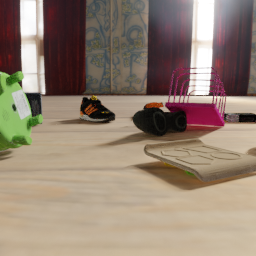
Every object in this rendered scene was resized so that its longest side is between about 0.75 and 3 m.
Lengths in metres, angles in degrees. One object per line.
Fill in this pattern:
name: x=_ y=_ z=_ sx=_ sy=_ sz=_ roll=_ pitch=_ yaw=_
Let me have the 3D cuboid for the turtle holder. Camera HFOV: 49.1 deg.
turtle holder: x=-3.046 y=-0.138 z=6.061 sx=1.659 sy=1.775 sz=2.336 roll=-14 pitch=45 yaw=5

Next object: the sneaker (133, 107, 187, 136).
sneaker: x=0.879 y=-0.163 z=8.736 sx=1.030 sy=0.862 sz=2.269 roll=-1 pitch=-4 yaw=44

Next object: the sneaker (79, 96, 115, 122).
sneaker: x=-1.396 y=-0.851 z=12.009 sx=0.830 sy=1.068 sz=2.374 roll=-6 pitch=10 yaw=-37

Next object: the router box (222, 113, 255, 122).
router box: x=4.758 y=-0.458 z=11.881 sx=1.298 sy=0.331 sz=0.968 roll=1 pitch=8 yaw=4

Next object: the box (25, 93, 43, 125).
box: x=-4.571 y=-0.692 z=10.342 sx=2.262 sy=1.211 sz=1.679 roll=-7 pitch=10 yaw=-39

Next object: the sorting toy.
sorting toy: x=1.326 y=0.574 z=5.144 sx=1.535 sy=0.303 sz=1.659 roll=-5 pitch=14 yaw=-28

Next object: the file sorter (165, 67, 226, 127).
file sorter: x=2.453 y=-1.033 z=9.678 sx=1.564 sy=1.411 sz=2.250 roll=5 pitch=-12 yaw=27

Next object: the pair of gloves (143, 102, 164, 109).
pair of gloves: x=1.059 y=-0.589 z=11.007 sx=0.833 sy=0.935 sz=0.116 roll=-9 pitch=-19 yaw=-5
